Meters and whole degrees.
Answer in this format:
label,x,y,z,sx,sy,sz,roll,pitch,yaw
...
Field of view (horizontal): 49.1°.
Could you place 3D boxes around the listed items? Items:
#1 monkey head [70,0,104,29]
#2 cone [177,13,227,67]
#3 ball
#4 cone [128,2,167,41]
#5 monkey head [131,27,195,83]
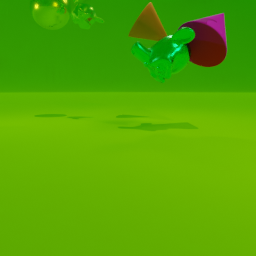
label,x,y,z,sx,sy,sz,roll,pitch,yaw
monkey head,-1.377,-3.700,9.017,1.240,0.747,0.892,36,-16,-10
cone,2.234,-2.626,7.433,1.414,1.414,1.420,9,55,49
ball,-2.656,-4.120,9.656,1.394,1.394,1.394,0,8,0
cone,0.932,-3.338,9.667,1.333,1.328,1.328,35,7,-4
monkey head,0.872,-1.937,7.177,1.395,1.168,1.939,37,-13,-7
